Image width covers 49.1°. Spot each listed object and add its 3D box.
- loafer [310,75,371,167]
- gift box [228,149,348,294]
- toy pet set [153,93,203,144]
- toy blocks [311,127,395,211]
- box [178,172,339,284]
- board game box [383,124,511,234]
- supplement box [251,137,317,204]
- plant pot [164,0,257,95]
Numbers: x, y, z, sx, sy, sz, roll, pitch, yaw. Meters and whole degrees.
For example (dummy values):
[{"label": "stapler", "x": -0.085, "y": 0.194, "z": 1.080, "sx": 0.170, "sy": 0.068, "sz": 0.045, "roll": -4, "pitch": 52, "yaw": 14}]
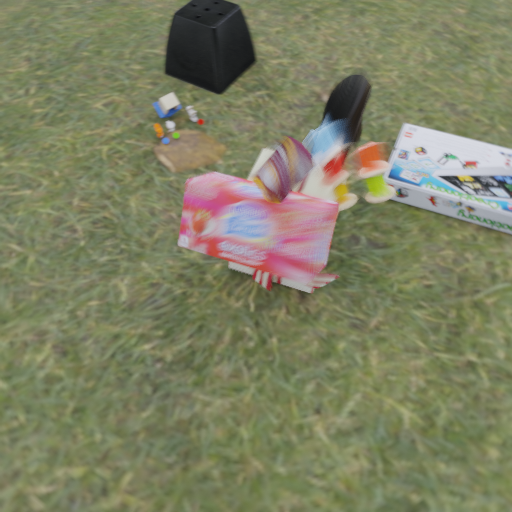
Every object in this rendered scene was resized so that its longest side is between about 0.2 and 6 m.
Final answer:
[{"label": "loafer", "x": 1.773, "y": -2.652, "z": 11.341, "sx": 0.764, "sy": 2.142, "sz": 0.782, "roll": -6, "pitch": 47, "yaw": -33}, {"label": "gift box", "x": 0.708, "y": -0.601, "z": 10.694, "sx": 2.209, "sy": 2.038, "sz": 2.062, "roll": 15, "pitch": 52, "yaw": 14}, {"label": "toy pet set", "x": -2.107, "y": -3.409, "z": 13.953, "sx": 1.179, "sy": 0.626, "sz": 1.101, "roll": -32, "pitch": 93, "yaw": -19}, {"label": "toy blocks", "x": 1.546, "y": -1.515, "z": 9.214, "sx": 1.168, "sy": 1.401, "sz": 0.509, "roll": -11, "pitch": 31, "yaw": 25}, {"label": "box", "x": 0.022, "y": -0.506, "z": 8.980, "sx": 2.294, "sy": 1.144, "sz": 1.095, "roll": 17, "pitch": 20, "yaw": 19}, {"label": "board game box", "x": 4.653, "y": -1.743, "z": 12.488, "sx": 3.342, "sy": 0.578, "sz": 2.109, "roll": 19, "pitch": 54, "yaw": 14}, {"label": "supplement box", "x": 0.379, "y": -1.184, "z": 7.823, "sx": 0.353, "sy": 0.824, "sz": 0.455, "roll": 15, "pitch": 37, "yaw": -46}, {"label": "plant pot", "x": -1.245, "y": -5.779, "z": 14.940, "sx": 1.920, "sy": 1.708, "sz": 1.925, "roll": 26, "pitch": 56, "yaw": 18}]
